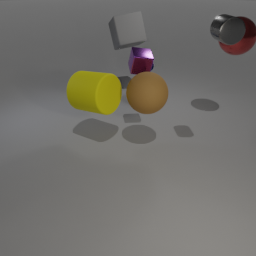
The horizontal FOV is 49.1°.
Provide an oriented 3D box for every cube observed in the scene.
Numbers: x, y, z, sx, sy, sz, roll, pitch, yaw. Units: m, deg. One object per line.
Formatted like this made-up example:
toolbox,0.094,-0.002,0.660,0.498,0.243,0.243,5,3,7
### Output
cube,0.443,-2.342,9.850,0.700,0.700,0.700,3,44,-13
cube,-0.043,-4.787,13.888,1.400,1.400,1.400,-15,10,-11

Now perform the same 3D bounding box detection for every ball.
ball,4.133,-3.468,10.582,1.400,1.400,1.400,0,28,0
ball,0.638,-1.158,9.308,1.400,1.400,1.400,0,28,0

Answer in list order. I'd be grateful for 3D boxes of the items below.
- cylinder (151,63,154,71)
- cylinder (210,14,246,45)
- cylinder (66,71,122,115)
cylinder,0.771,-2.955,13.475,0.700,0.700,0.700,-19,0,-31
cylinder,2.661,-2.646,7.514,0.700,0.700,0.700,-3,28,-6
cylinder,-1.166,-1.243,9.780,1.400,1.400,1.400,12,30,33
